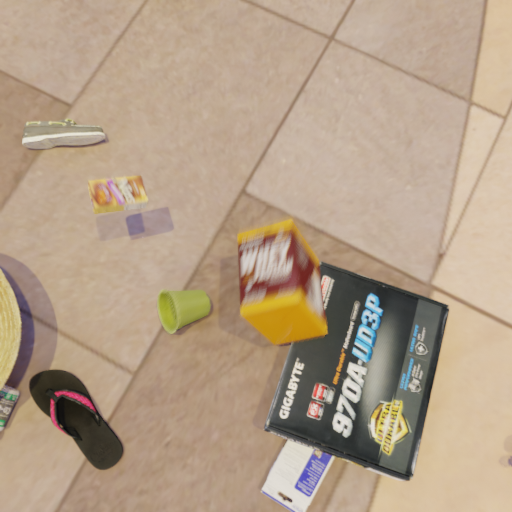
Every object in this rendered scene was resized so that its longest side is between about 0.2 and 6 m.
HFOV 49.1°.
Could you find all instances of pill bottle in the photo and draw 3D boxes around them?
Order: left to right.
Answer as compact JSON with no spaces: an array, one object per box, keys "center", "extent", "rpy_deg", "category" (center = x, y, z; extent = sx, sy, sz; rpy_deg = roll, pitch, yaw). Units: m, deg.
[{"center":[-4.972,2.969,10.630],"extent":[0.568,0.568,1.005],"rpy_deg":[19,76,5],"category":"pill bottle"}]

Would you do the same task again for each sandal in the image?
[{"center":[-3.420,3.038,10.628],"extent":[0.880,0.528,2.344],"rpy_deg":[-43,79,-10],"category":"sandal"}]

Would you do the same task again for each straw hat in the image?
[{"center":[-5.828,1.432,10.541],"extent":[3.590,1.519,3.590],"rpy_deg":[0,79,-2],"category":"straw hat"}]

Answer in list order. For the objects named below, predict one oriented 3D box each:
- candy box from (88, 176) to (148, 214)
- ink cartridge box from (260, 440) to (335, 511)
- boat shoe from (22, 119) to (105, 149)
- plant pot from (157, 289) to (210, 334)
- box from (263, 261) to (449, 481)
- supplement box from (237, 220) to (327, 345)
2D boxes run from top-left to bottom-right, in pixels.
[{"center":[-2.455,-1.096,9.970],"extent":[0.950,0.268,0.554],"rpy_deg":[-10,67,-22],"category":"candy box"},{"center":[0.916,3.805,10.517],"extent":[0.921,0.363,1.853],"rpy_deg":[31,76,8],"category":"ink cartridge box"},{"center":[-4.169,-2.693,12.117],"extent":[1.787,0.639,0.534],"rpy_deg":[-5,80,3],"category":"boat shoe"},{"center":[-1.378,1.007,10.983],"extent":[0.824,0.867,0.867],"rpy_deg":[-11,73,-33],"category":"plant pot"},{"center":[1.927,2.095,10.540],"extent":[2.685,0.777,3.378],"rpy_deg":[20,68,4],"category":"box"},{"center":[0.465,0.498,9.854],"extent":[1.037,1.540,1.561],"rpy_deg":[-15,57,18],"category":"supplement box"}]
